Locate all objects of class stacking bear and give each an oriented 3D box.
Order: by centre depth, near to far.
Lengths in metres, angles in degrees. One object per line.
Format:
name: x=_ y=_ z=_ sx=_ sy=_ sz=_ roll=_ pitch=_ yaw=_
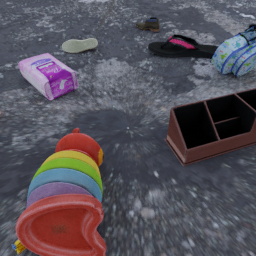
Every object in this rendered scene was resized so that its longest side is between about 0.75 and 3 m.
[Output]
stacking bear: x=-1.085 y=1.023 z=5.456 sx=1.430 sy=1.527 sz=2.515 roll=0 pitch=33 yaw=0

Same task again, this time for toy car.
toy car: x=-2.410 y=2.082 z=4.864 sx=1.168 sy=0.389 sz=0.573 roll=-24 pitch=46 yaw=-24

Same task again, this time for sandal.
sandal: x=2.264 y=-3.218 z=10.804 sx=2.953 sy=0.666 sz=1.109 roll=5 pitch=41 yaw=5

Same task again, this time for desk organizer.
desk organizer: x=2.387 y=-0.110 z=6.886 sx=2.756 sy=1.061 sz=0.988 roll=-14 pitch=43 yaw=-16

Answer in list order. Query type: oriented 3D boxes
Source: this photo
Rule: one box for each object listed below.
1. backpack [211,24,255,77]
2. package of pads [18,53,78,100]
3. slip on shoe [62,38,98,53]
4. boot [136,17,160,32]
backpack: x=3.705 y=-2.440 z=9.367 sx=1.539 sy=1.409 sz=1.131 roll=-25 pitch=66 yaw=-12
package of pads: x=-2.588 y=-1.717 z=9.029 sx=1.136 sy=0.713 sz=1.885 roll=-31 pitch=49 yaw=-27
slip on shoe: x=-1.893 y=-3.254 z=11.072 sx=1.400 sy=0.519 sz=0.428 roll=-12 pitch=10 yaw=-6
boot: x=0.895 y=-4.771 z=12.669 sx=1.221 sy=0.592 sz=0.456 roll=21 pitch=45 yaw=23
